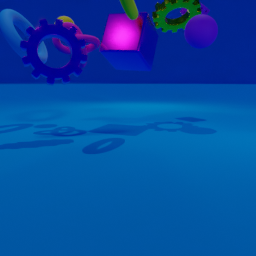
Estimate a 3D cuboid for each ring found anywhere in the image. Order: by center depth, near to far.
[{"bbox_3d":[-0.104,-3.580,7.399,0.290,1.452,1.452,-21,6,13],"label":"ring"},{"bbox_3d":[-3.353,-2.922,9.095,0.396,1.978,1.978,-29,4,14],"label":"ring"}]

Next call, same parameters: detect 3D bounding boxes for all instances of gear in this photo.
[{"bbox_3d":[-1.831,-1.883,6.996,1.587,1.587,0.294,-3,2,-18],"label":"gear"},{"bbox_3d":[1.717,-4.055,9.916,1.688,0.312,1.688,-8,-19,-3],"label":"gear"}]

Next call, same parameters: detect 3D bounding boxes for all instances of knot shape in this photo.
[{"bbox_3d":[-1.662,-2.608,8.599,1.336,0.660,1.428,35,-37,-14],"label":"knot shape"}]

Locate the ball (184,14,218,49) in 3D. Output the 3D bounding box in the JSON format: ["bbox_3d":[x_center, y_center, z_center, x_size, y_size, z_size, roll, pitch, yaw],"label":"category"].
[{"bbox_3d":[2.315,-3.058,8.896,1.029,1.029,1.029,0,10,0],"label":"ball"}]

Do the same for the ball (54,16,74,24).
[{"bbox_3d":[-2.206,-3.514,9.762,0.720,0.720,0.720,0,10,0],"label":"ball"}]

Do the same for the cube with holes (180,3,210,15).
[{"bbox_3d":[2.749,-4.824,11.555,0.736,0.736,0.736,21,32,-28],"label":"cube with holes"}]

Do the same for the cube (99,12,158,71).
[{"bbox_3d":[0.072,-2.733,9.000,1.330,1.330,1.330,8,-12,24],"label":"cube"}]
